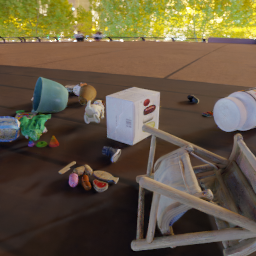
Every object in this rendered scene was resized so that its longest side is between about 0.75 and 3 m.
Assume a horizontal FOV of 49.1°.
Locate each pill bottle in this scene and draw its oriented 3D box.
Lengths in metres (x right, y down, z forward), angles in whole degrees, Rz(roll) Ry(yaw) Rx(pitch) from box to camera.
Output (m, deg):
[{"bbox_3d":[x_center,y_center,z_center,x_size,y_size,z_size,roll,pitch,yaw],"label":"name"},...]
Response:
[{"bbox_3d":[5.029,-0.796,11.615,2.840,1.652,1.652,-13,26,-29],"label":"pill bottle"},{"bbox_3d":[-2.812,-2.375,16.821,0.590,0.590,1.111,5,23,13],"label":"pill bottle"}]

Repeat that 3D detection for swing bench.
[{"bbox_3d":[1.567,1.320,6.429,2.742,1.779,2.727,6,22,2],"label":"swing bench"}]

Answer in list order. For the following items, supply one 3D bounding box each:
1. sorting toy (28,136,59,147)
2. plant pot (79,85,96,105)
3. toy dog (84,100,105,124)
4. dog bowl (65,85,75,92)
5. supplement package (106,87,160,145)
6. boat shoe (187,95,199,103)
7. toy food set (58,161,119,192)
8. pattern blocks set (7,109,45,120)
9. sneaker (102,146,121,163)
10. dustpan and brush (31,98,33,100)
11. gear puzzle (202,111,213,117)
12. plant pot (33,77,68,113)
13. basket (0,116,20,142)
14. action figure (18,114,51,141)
[{"bbox_3d":[-3.085,0.460,10.206,1.110,0.382,0.385,0,23,-2],"label":"sorting toy"},{"bbox_3d":[-2.250,-1.653,14.843,0.937,0.937,1.006,3,36,8],"label":"plant pot"},{"bbox_3d":[-1.442,-0.811,12.231,0.757,1.052,1.085,-11,24,30],"label":"toy dog"},{"bbox_3d":[-3.430,-2.470,17.462,0.946,0.277,0.946,0,22,0],"label":"dog bowl"},{"bbox_3d":[0.212,-0.523,10.846,1.301,1.691,1.769,16,27,34],"label":"supplement package"},{"bbox_3d":[3.459,-1.575,15.211,0.302,0.340,0.910,2,28,-29],"label":"boat shoe"},{"bbox_3d":[-1.157,1.468,7.991,1.554,0.245,0.988,19,29,23],"label":"toy food set"},{"bbox_3d":[-4.731,-0.477,12.760,1.809,0.167,2.058,-8,23,-19],"label":"pattern blocks set"},{"bbox_3d":[-0.609,0.862,9.229,0.602,0.317,0.833,15,15,7],"label":"sneaker"},{"bbox_3d":[-4.402,-1.638,15.318,1.281,0.525,1.836,5,29,-3],"label":"dustpan and brush"},{"bbox_3d":[4.070,-0.722,13.399,1.001,0.131,0.519,-10,25,-24],"label":"gear puzzle"},{"bbox_3d":[-3.671,-1.477,13.418,1.339,1.669,1.669,9,16,-30],"label":"plant pot"},{"bbox_3d":[-4.586,0.031,10.327,1.183,0.934,1.342,-1,-8,0],"label":"basket"},{"bbox_3d":[-3.579,0.000,10.730,1.419,0.657,2.402,-18,19,-12],"label":"action figure"}]
